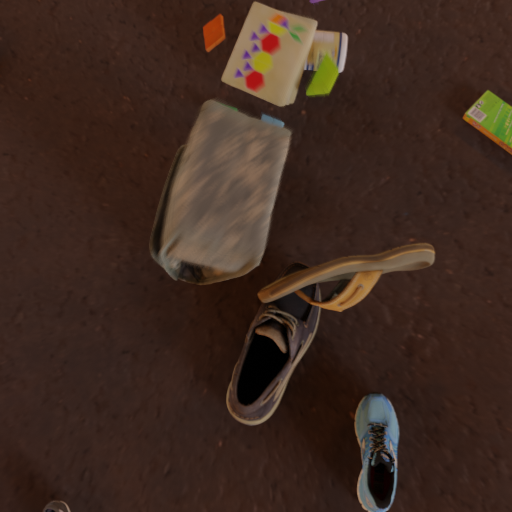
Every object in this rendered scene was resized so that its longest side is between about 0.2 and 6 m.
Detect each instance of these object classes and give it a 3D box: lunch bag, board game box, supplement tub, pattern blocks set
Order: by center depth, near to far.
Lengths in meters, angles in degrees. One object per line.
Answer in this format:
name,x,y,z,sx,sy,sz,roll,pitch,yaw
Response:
lunch bag,-0.820,-0.918,10.279,1.805,3.069,2.517,18,73,-13
pattern blocks set,0.312,-4.458,12.298,3.119,0.288,3.548,33,99,5
board game box,5.642,-2.861,12.535,1.823,0.273,0.871,42,76,16
supplement tub,1.436,-4.699,12.856,1.204,0.869,0.869,6,70,3

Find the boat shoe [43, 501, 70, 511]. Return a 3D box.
boat shoe,-3.229,5.049,9.576,0.577,0.492,1.725,-29,73,-10

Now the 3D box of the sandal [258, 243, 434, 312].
sandal,1.754,0.504,10.267,3.428,1.377,0.926,-10,83,-13

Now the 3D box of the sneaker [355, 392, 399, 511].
sneaker,2.231,3.461,9.908,0.812,0.931,2.071,1,70,0

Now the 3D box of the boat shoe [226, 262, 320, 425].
boat shoe,0.433,1.552,10.446,1.217,1.197,3.266,19,72,6
